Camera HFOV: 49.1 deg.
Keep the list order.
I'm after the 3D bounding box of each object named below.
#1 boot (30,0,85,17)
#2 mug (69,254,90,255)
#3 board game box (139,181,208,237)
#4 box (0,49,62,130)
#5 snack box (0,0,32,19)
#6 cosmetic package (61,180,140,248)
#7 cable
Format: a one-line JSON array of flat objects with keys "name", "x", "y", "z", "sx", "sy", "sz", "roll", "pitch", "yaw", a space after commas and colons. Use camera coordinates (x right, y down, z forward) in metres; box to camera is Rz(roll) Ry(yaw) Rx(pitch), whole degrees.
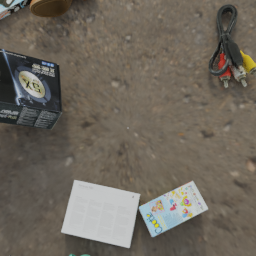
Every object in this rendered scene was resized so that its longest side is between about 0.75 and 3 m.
[{"name": "boot", "x": -2.488, "y": -4.895, "z": 9.461, "sx": 2.427, "sy": 0.894, "sz": 1.877, "roll": -29, "pitch": 77, "yaw": -17}, {"name": "mug", "x": -1.177, "y": 3.677, "z": 7.495, "sx": 0.643, "sy": 0.484, "sz": 0.782, "roll": -19, "pitch": 76, "yaw": -4}, {"name": "board game box", "x": 1.195, "y": 2.217, "z": 7.640, "sx": 1.617, "sy": 0.833, "sz": 0.848, "roll": -24, "pitch": 71, "yaw": -6}, {"name": "box", "x": -3.018, "y": -1.065, "z": 7.596, "sx": 2.194, "sy": 0.945, "sz": 1.797, "roll": 10, "pitch": 54, "yaw": -31}, {"name": "snack box", "x": -4.207, "y": -4.405, "z": 9.586, "sx": 1.735, "sy": 0.322, "sz": 1.008, "roll": -32, "pitch": 78, "yaw": -8}, {"name": "cosmetic package", "x": -0.725, "y": 2.358, "z": 7.816, "sx": 1.905, "sy": 0.492, "sz": 1.436, "roll": 12, "pitch": 78, "yaw": 3}, {"name": "cable", "x": 3.202, "y": -2.656, "z": 9.182, "sx": 1.434, "sy": 0.743, "sz": 2.953, "roll": -13, "pitch": 63, "yaw": 14}]
